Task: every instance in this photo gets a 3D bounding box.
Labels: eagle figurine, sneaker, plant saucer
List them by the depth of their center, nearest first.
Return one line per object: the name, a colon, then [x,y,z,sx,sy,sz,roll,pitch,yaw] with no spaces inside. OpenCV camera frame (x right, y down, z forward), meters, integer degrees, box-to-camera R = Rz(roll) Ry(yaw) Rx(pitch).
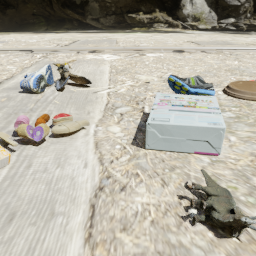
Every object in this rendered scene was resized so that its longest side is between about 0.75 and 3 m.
sneaker: [2.420,-1.659,10.793,1.933,0.685,0.801,14,61,-7]
plant saucer: [5.231,-1.605,11.737,2.342,0.345,2.342,1,23,0]
sneaker: [-4.073,-2.250,12.523,1.050,0.950,2.466,-2,23,6]
eagle figurine: [-2.706,-2.335,12.717,1.440,1.433,1.898,-39,62,7]

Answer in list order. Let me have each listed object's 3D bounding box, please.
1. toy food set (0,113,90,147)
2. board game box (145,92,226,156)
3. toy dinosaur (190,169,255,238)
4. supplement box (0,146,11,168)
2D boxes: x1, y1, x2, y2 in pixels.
toy food set: [-2.372,-0.135,7.830,1.454,0.360,2.287,20,29,39]
board game box: [1.589,-0.235,7.934,1.896,0.826,2.570,5,25,10]
toy dinosaur: [1.541,1.313,4.818,0.846,0.637,1.655,11,17,-4]
supplement box: [-3.118,0.710,6.145,0.545,0.318,0.864,35,35,17]
